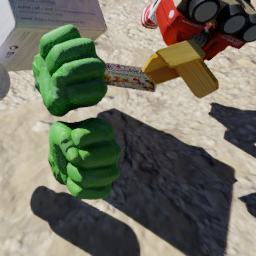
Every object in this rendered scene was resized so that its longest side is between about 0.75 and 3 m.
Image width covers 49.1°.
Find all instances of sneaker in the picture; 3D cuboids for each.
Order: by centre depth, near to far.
[{"bbox_3d":[1.289,-3.896,8.792,2.188,1.230,0.779,-40,102,-19],"label":"sneaker"}]

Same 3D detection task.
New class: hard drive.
[{"bbox_3d":[1.215,-3.243,7.488,0.852,1.291,0.164,43,40,4],"label":"hard drive"}]

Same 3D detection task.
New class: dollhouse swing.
[{"bbox_3d":[1.131,-1.105,6.245,1.191,1.311,1.152,-20,87,-12],"label":"dollhouse swing"}]

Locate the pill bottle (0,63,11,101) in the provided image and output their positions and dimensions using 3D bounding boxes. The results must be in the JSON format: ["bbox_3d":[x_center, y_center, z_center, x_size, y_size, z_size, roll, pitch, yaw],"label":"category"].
[{"bbox_3d":[-3.614,-1.004,6.351,1.754,0.984,0.984,0,44,30],"label":"pill bottle"}]

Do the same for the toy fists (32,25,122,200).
[{"bbox_3d":[-0.880,-0.200,4.570,0.965,2.807,1.431,-11,3,-39],"label":"toy fists"}]

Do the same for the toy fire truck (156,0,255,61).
[{"bbox_3d":[1.503,-2.342,6.853,2.272,2.581,1.660,7,56,-30],"label":"toy fire truck"}]

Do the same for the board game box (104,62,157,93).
[{"bbox_3d":[0.047,-1.379,7.679,1.457,0.920,0.252,10,72,10],"label":"board game box"}]

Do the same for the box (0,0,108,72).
[{"bbox_3d":[-2.390,-2.735,7.266,2.566,2.553,1.677,-17,87,-43],"label":"box"}]
